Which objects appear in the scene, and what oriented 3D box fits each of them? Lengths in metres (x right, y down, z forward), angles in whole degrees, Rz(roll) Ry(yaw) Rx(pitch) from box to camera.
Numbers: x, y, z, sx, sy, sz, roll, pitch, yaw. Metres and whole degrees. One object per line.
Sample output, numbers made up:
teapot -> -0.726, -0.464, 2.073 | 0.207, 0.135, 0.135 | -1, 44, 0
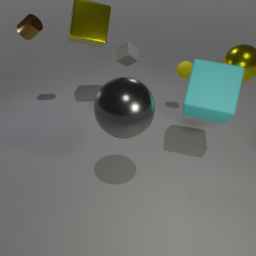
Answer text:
ball -> -0.081, -0.457, 6.408 | 1.400, 1.400, 1.400 | 0, 30, 0
cube -> -0.025, -3.258, 12.398 | 0.700, 0.700, 0.700 | -16, -24, 36
cube -> -1.555, -4.116, 11.136 | 1.400, 1.400, 1.400 | 7, 8, -15
ball -> 4.276, -2.415, 10.522 | 1.400, 1.400, 1.400 | 0, 30, 0
cube -> 2.489, -1.052, 8.428 | 1.400, 1.400, 1.400 | 13, -8, 11
ball -> 2.354, -2.377, 11.487 | 0.700, 0.700, 0.700 | 0, 30, 0
cylinder -> -3.742, -3.845, 10.686 | 0.700, 0.700, 0.700 | -26, 18, 30
